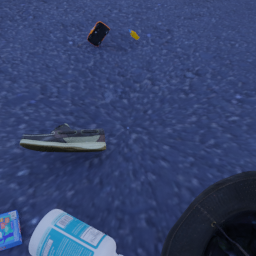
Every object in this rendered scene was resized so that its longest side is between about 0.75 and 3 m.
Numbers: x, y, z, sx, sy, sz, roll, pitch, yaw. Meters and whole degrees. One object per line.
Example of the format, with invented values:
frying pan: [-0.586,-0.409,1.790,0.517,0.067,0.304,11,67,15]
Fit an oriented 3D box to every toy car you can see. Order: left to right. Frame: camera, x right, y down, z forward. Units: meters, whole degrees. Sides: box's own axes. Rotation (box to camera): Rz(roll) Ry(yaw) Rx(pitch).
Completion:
toy car: [-0.587,-3.439,10.560,1.843,0.904,0.613,10,34,-22]

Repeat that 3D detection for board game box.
board game box: [-2.434,1.945,5.161,0.832,0.187,0.633,-12,52,-16]

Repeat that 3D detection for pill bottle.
pill bottle: [-0.783,2.034,4.612,1.514,0.839,0.839,24,48,14]

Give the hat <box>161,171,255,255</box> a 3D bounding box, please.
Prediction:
hat: [1.760,1.965,4.297,2.642,1.066,2.642,0,82,3]

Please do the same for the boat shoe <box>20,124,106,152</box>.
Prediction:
boat shoe: [-1.421,0.218,6.324,1.886,0.674,0.620,4,75,-18]
